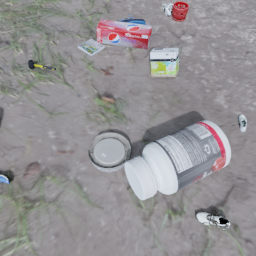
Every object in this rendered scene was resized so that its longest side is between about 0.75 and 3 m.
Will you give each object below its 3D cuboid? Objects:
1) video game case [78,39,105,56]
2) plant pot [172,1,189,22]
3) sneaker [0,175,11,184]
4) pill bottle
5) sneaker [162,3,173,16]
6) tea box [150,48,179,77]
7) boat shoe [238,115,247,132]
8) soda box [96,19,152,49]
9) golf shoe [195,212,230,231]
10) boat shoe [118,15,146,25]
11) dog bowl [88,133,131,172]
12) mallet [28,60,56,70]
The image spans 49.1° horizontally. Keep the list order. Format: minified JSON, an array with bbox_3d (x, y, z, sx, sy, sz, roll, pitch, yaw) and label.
[{"bbox_3d":[-1.675,-3.688,12.790,0.929,0.102,0.847,36,59,25],"label":"video game case"},{"bbox_3d":[2.628,-5.852,14.144,0.812,0.739,0.812,0,50,0],"label":"plant pot"},{"bbox_3d":[-3.890,1.592,8.387,0.805,0.316,0.359,7,61,14],"label":"sneaker"},{"bbox_3d":[1.383,0.946,8.061,2.802,1.551,1.551,-22,54,-17],"label":"pill bottle"},{"bbox_3d":[2.242,-6.237,14.664,0.671,0.411,1.031,-14,42,-1],"label":"sneaker"},{"bbox_3d":[1.462,-2.599,11.129,1.024,1.007,0.684,3,31,18],"label":"tea box"},{"bbox_3d":[4.073,-0.218,9.853,0.280,0.254,0.762,6,51,5],"label":"boat shoe"},{"bbox_3d":[-0.177,-4.308,12.858,2.451,0.777,0.858,10,52,7],"label":"soda box"},{"bbox_3d":[2.300,2.445,7.570,0.914,0.432,0.355,13,53,13],"label":"golf shoe"},{"bbox_3d":[-0.048,-5.082,13.502,1.780,0.749,0.611,-7,62,-9],"label":"boat shoe"},{"bbox_3d":[-0.588,0.800,8.928,1.370,0.402,1.370,0,50,0],"label":"dog bowl"},{"bbox_3d":[-3.639,-2.551,11.826,1.148,0.378,0.236,15,52,-7],"label":"mallet"}]
